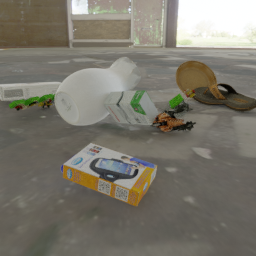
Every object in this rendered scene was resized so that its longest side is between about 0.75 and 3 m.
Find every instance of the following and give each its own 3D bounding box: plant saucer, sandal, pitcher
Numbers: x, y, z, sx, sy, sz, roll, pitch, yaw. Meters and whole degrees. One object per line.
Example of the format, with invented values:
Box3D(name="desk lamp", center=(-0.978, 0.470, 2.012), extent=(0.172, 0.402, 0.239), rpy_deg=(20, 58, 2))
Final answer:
Box3D(name="plant saucer", center=(2.859, -1.988, 11.928), extent=(1.861, 1.861, 0.329), rpy_deg=(-4, -19, -12))
Box3D(name="sandal", center=(3.547, -1.261, 10.451), extent=(1.059, 0.708, 2.593), rpy_deg=(-29, 33, -24))
Box3D(name="pitcher", center=(-1.078, -0.993, 8.957), extent=(1.599, 2.263, 2.637), rpy_deg=(49, 48, 4))

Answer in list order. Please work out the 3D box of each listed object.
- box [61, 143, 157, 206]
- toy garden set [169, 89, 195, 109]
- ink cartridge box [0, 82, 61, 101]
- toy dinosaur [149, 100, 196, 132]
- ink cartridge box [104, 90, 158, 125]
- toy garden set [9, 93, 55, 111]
Box3D(name="box", center=(-0.383, 0.744, 5.020), extent=(1.606, 0.333, 0.956), rpy_deg=(18, 27, 17))
Box3D(name="toy garden set", center=(2.003, -1.085, 10.314), extent=(0.991, 0.237, 1.189), rpy_deg=(-37, 9, 14))
Box3D(name="ink cartridge box", center=(-3.978, -1.585, 11.763), extent=(2.642, 0.591, 2.327), rpy_deg=(-8, 12, -26))
Box3D(name="toy dinosaur", center=(1.196, -0.155, 7.702), extent=(1.136, 0.855, 1.674), rpy_deg=(-14, 27, -10))
Box3D(name="ink cartridge box", center=(0.072, -0.559, 7.767), extent=(1.228, 0.900, 0.510), rpy_deg=(4, 55, 36))
Box3D(name="toy garden set", center=(-3.135, -0.810, 9.550), extent=(1.721, 0.343, 1.435), rpy_deg=(-18, 5, -35))
